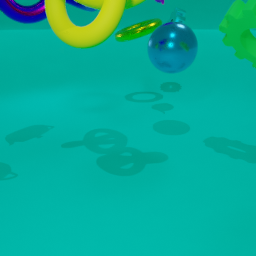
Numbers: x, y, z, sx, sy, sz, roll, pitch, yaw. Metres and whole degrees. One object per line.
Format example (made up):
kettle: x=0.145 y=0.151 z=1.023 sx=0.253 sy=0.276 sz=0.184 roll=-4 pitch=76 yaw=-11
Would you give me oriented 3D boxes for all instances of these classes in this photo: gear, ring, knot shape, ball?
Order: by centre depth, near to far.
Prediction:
knot shape: x=-0.453 y=-1.733 z=3.321 sx=1.679 sy=1.571 sz=0.776 roll=19 pitch=20 yaw=-18
knot shape: x=-1.091 y=-2.251 z=4.357 sx=1.754 sy=0.810 sz=1.641 roll=-19 pitch=-5 yaw=21
gear: x=2.261 y=-1.428 z=4.490 sx=1.583 sy=0.293 sz=1.583 roll=33 pitch=-4 yaw=3
ball: x=0.964 y=-1.734 z=6.088 sx=1.087 sy=1.087 sz=1.087 roll=0 pitch=21 yaw=0
ring: x=0.329 y=-3.147 z=9.002 sx=1.601 sy=0.320 sz=1.601 roll=-16 pitch=24 yaw=7
gear: x=1.665 y=-3.654 z=10.768 sx=0.334 sy=1.806 sz=1.806 roll=17 pitch=20 yaw=-9

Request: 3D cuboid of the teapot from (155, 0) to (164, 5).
teapot: x=0.801 y=-3.474 z=6.626 sx=0.837 sy=1.345 sz=0.659 roll=9 pitch=-5 yaw=-22
